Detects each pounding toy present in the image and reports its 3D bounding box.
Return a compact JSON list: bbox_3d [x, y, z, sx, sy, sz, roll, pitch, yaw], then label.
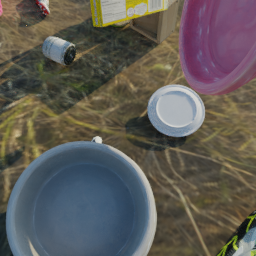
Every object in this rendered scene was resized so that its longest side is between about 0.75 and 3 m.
[{"bbox_3d":[-0.625,-4.194,9.015,1.551,0.932,2.009,-4,94,-37],"label":"pounding toy"},{"bbox_3d":[0.597,-3.851,8.248,1.744,1.985,0.908,37,66,20],"label":"pounding toy"}]

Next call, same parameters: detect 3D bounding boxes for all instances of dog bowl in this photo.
[{"bbox_3d":[-0.849,1.605,5.333,2.973,0.872,2.973,1,71,-2],"label":"dog bowl"}]

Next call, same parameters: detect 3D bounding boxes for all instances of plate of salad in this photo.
[{"bbox_3d":[1.223,-0.436,7.178,1.455,0.349,1.455,0,70,1],"label":"plate of salad"}]

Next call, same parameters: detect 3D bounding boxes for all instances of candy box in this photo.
[{"bbox_3d":[0.109,-3.055,6.096,0.319,1.233,2.412,17,36,38],"label":"candy box"}]

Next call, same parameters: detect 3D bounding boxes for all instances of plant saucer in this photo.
[{"bbox_3d":[1.710,-1.903,4.380,0.720,2.840,2.840,6,58,-16],"label":"plant saucer"}]

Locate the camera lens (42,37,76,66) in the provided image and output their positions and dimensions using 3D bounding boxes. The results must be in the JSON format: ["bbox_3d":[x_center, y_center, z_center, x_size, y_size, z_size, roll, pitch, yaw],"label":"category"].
[{"bbox_3d":[-1.952,-2.213,8.051,0.808,0.646,0.646,26,63,14],"label":"camera lens"}]

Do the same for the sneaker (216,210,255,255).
[{"bbox_3d":[2.561,2.222,5.422,2.089,0.788,0.798,-42,74,-11],"label":"sneaker"}]

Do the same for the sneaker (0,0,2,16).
[{"bbox_3d":[-5.036,-4.425,9.228,1.417,1.174,2.971,-16,54,1],"label":"sneaker"}]

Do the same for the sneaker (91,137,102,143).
[{"bbox_3d":[-1.219,0.763,6.297,0.981,0.602,1.507,19,71,1],"label":"sneaker"}]

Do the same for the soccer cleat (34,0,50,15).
[{"bbox_3d":[-2.807,-4.157,9.416,0.406,0.327,0.954,-33,60,-14],"label":"soccer cleat"}]
